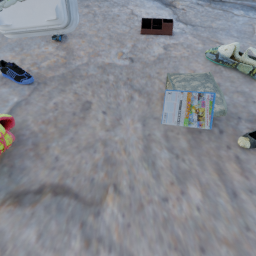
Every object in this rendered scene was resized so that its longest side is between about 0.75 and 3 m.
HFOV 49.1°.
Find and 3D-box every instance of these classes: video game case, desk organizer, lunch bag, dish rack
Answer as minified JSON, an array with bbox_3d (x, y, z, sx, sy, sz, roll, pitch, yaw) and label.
[{"bbox_3d":[1.098,-0.348,5.141,0.915,0.655,0.081,7,0,23],"label":"video game case"},{"bbox_3d":[1.356,-4.755,13.123,1.528,0.588,0.548,3,45,3],"label":"desk organizer"},{"bbox_3d":[2.091,-0.894,8.889,1.553,1.113,1.893,-2,40,-2],"label":"lunch bag"},{"bbox_3d":[-3.021,-4.038,8.320,2.969,2.548,0.646,1,21,19],"label":"dish rack"}]

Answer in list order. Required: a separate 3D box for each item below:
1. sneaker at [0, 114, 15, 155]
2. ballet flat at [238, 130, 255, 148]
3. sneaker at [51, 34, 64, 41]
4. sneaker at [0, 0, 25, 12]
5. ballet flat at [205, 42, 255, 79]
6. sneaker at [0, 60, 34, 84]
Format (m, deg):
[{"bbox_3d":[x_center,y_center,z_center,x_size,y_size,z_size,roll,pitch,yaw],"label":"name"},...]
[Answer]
[{"bbox_3d":[-3.761,0.419,7.640,1.196,1.035,2.649,-3,44,-7],"label":"sneaker"},{"bbox_3d":[3.967,0.175,8.243,1.730,0.491,0.575,-17,47,-16],"label":"ballet flat"},{"bbox_3d":[-3.215,-4.378,12.894,0.429,0.383,1.047,4,45,4],"label":"sneaker"},{"bbox_3d":[-2.589,-3.216,6.103,2.041,0.867,0.786,-33,46,-10],"label":"sneaker"},{"bbox_3d":[4.384,-2.766,10.845,2.953,1.096,1.096,32,53,28],"label":"ballet flat"},{"bbox_3d":[-4.204,-2.102,10.456,1.527,0.595,0.536,19,47,18],"label":"sneaker"}]
